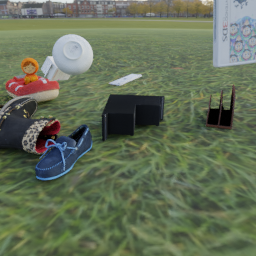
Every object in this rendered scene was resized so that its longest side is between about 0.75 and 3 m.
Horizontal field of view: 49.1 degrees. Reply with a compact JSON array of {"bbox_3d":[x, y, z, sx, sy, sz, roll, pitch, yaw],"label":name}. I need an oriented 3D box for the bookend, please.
[{"bbox_3d":[0.225,-0.335,8.389,1.798,0.828,1.787,2,25,3],"label":"bookend"}]

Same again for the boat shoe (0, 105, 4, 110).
[{"bbox_3d":[-3.997,-0.331,8.715,0.550,0.551,1.490,-9,25,-19],"label":"boat shoe"}]

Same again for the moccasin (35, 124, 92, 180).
[{"bbox_3d":[-1.550,0.482,6.696,0.814,0.690,2.023,7,25,15],"label":"moccasin"}]

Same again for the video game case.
[{"bbox_3d":[3.951,-3.314,8.282,2.956,2.691,0.350,-9,19,-9],"label":"video game case"}]

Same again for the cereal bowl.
[{"bbox_3d":[-1.358,-1.839,6.883,1.010,1.010,0.421,-4,-5,-10],"label":"cereal bowl"}]

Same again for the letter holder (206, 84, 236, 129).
[{"bbox_3d":[3.017,-0.793,9.081,0.782,1.105,1.555,7,25,16],"label":"letter holder"}]

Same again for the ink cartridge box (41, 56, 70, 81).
[{"bbox_3d":[-1.977,-1.653,7.765,0.479,0.492,0.766,51,34,15],"label":"ink cartridge box"}]

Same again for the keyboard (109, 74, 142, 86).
[{"bbox_3d":[-0.083,-2.453,14.130,0.635,0.120,2.257,8,24,30],"label":"keyboard"}]

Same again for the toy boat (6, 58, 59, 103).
[{"bbox_3d":[-3.784,-1.922,10.995,1.615,1.617,2.474,-20,31,-38],"label":"toy boat"}]

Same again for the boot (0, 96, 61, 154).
[{"bbox_3d":[-2.745,-0.113,7.769,1.869,0.908,2.483,6,28,16],"label":"boot"}]
